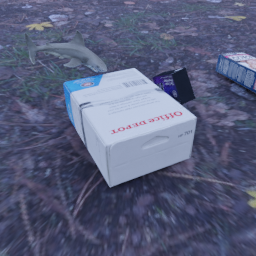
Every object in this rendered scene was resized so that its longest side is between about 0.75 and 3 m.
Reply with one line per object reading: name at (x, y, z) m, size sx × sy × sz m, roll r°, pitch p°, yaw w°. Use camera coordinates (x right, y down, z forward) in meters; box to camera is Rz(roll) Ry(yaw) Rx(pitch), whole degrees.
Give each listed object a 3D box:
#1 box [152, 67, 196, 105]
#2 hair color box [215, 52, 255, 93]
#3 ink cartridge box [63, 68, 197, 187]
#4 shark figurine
box at (1.191, -1.079, 7.425) m, size 0.467 × 0.837 × 1.185 m, roll -28°, pitch 13°, yaw -14°
hair color box at (3.840, -1.757, 8.769) m, size 1.037 × 0.628 × 2.074 m, roll -11°, pitch 35°, yaw -21°
ink cartridge box at (-0.091, -0.225, 6.393) m, size 1.997 × 1.171 × 2.728 m, roll -16°, pitch 40°, yaw -21°
shark figurine at (-1.480, -1.984, 6.790) m, size 1.961 × 0.818 × 1.172 m, roll 8°, pitch 32°, yaw -22°
